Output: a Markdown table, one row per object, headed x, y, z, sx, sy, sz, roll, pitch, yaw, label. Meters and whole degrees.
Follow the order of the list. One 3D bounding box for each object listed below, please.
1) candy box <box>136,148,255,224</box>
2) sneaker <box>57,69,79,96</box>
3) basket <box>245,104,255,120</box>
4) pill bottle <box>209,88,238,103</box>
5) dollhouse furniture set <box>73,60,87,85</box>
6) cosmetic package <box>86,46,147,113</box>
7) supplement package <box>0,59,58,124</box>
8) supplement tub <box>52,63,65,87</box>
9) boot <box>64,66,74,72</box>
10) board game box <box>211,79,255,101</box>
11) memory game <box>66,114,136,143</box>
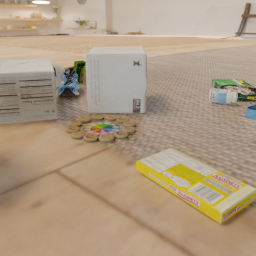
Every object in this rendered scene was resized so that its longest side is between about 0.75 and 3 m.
| x | y | z | sx | sy | sz | roll | pitch | yaw | label |
| --- | --- | --- | --- | --- | --- | --- | --- | --- | --- |
| 1.237 | 0.996 | 5.496 | 1.094 | 0.283 | 2.140 | -14 | 26 | -36 | candy box |
| -2.529 | -1.941 | 11.734 | 0.880 | 1.010 | 2.245 | -3 | 22 | -8 | sneaker |
| 4.655 | -0.479 | 6.860 | 2.808 | 1.953 | 2.476 | -13 | 21 | -39 | basket |
| 3.557 | -1.188 | 10.444 | 0.951 | 0.517 | 0.517 | 10 | 24 | 31 | pill bottle |
| -1.562 | -2.693 | 13.871 | 1.326 | 1.015 | 2.024 | 29 | 31 | 29 | dollhouse furniture set |
| -0.373 | -1.828 | 10.149 | 1.989 | 1.987 | 2.411 | 0 | 21 | 0 | cosmetic package |
| -3.656 | -1.385 | 9.610 | 2.195 | 1.563 | 2.818 | -6 | 22 | -16 | supplement package |
| -3.645 | -2.367 | 12.708 | 1.473 | 1.068 | 1.068 | -10 | 24 | -21 | supplement tub |
| -2.720 | -2.922 | 14.508 | 2.208 | 0.828 | 1.184 | -19 | 21 | -41 | boot |
| 4.645 | -1.670 | 12.031 | 1.462 | 0.327 | 2.790 | -1 | 22 | 3 | board game box |
| -0.782 | -0.034 | 8.227 | 2.093 | 0.133 | 2.093 | 0 | 22 | 0 | memory game |
